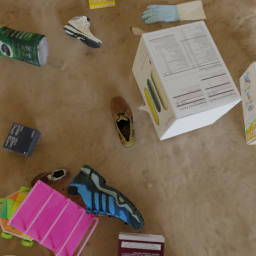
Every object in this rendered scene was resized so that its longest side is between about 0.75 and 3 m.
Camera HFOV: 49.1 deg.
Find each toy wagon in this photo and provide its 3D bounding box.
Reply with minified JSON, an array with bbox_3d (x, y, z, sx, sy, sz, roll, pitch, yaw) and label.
[{"bbox_3d":[-3.522,2.759,9.062,2.092,0.414,1.623,17,75,5],"label":"toy wagon"}]

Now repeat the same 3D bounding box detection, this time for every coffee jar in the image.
[{"bbox_3d":[-4.092,-3.068,10.329,2.177,1.135,0.929,15,51,3],"label":"coffee jar"}]

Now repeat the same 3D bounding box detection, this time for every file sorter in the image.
[{"bbox_3d":[-2.170,2.726,8.231,2.191,1.374,1.523,35,69,-6],"label":"file sorter"}]

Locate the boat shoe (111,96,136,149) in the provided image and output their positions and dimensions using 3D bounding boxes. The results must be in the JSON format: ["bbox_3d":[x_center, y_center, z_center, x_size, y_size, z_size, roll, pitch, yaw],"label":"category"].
[{"bbox_3d":[-0.139,-0.298,9.750,0.728,0.688,2.022,-20,70,0],"label":"boat shoe"}]

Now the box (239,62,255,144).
[{"bbox_3d":[4.877,-0.797,9.593,1.459,1.314,2.593,1,74,1],"label":"box"}]

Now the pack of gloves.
[{"bbox_3d":[1.886,-4.091,10.964,2.603,0.514,2.187,-8,75,-3],"label":"pack of gloves"}]

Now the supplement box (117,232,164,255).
[{"bbox_3d":[0.320,4.554,8.351,1.416,0.792,2.602,5,74,1],"label":"supplement box"}]

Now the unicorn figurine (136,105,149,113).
[{"bbox_3d":[0.745,-0.695,10.102,0.521,0.280,0.759,-38,66,-23],"label":"unicorn figurine"}]

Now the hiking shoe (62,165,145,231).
[{"bbox_3d":[-0.722,2.422,8.920,2.754,1.025,1.194,36,79,21],"label":"hiking shoe"}]

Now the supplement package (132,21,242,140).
[{"bbox_3d":[1.726,-1.485,9.223,2.167,2.183,2.877,-17,75,-13],"label":"supplement package"}]

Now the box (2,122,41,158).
[{"bbox_3d":[-3.655,0.421,9.680,0.872,0.498,0.958,18,75,5],"label":"box"}]

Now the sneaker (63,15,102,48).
[{"bbox_3d":[-1.582,-3.823,10.813,1.687,0.637,0.971,30,78,10],"label":"sneaker"}]

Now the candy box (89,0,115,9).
[{"bbox_3d":[-1.193,-5.905,11.597,1.054,0.272,2.061,-10,74,0],"label":"candy box"}]

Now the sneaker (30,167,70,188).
[{"bbox_3d":[-2.632,1.611,9.331,1.381,0.522,0.487,-21,75,-7],"label":"sneaker"}]
